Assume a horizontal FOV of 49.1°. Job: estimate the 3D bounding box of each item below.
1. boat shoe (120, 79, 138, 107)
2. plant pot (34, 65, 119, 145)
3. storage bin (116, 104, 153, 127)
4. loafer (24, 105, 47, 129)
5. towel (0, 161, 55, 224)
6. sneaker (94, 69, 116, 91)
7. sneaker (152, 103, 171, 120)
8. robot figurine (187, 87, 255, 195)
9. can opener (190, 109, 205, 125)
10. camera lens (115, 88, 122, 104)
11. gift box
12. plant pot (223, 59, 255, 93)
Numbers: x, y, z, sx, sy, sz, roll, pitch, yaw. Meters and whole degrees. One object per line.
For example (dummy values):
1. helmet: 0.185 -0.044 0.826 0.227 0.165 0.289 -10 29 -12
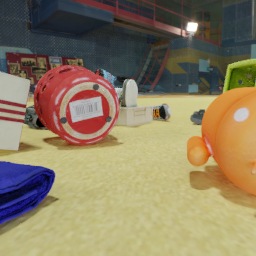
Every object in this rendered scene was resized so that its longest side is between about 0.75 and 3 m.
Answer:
1. boat shoe: -0.012 -1.124 11.102 0.616 2.060 0.736 29 59 27
2. plant pot: -1.418 -0.610 7.906 2.160 2.160 1.966 -4 19 -26
3. storage bin: -0.041 -0.595 11.924 1.655 0.776 1.643 7 12 43
4. loafer: -3.011 -0.355 10.191 2.531 0.909 0.796 5 16 19
5. towel: -2.548 0.793 3.586 2.638 0.654 1.948 4 3 25
6. sneaker: -0.795 -1.131 10.908 1.069 2.237 0.887 8 -7 -44
7. sneaker: 1.289 -0.699 12.978 0.771 0.781 1.995 -9 4 -26
8. robot figurine: 2.106 0.114 4.521 1.975 1.601 2.746 22 11 2
9. can opener: 3.761 -0.331 11.322 2.400 0.632 0.798 1 44 18
10. camera lens: -0.863 -1.372 14.470 1.755 1.404 1.404 5 10 24
11. gift box: -3.757 -0.368 6.500 2.075 2.248 2.100 1 -8 41
12. plant pot: 4.620 -0.928 9.365 2.156 2.364 2.375 6 8 -6
